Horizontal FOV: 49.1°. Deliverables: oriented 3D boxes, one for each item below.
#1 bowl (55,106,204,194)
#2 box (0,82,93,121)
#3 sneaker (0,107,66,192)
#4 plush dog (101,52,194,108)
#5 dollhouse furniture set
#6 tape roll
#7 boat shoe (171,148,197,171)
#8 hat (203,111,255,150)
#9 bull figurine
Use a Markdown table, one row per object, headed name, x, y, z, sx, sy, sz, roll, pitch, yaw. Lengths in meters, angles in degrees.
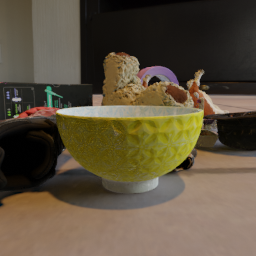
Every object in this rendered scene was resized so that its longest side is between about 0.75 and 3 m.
| name | x | y | z | sx | sy | sz | roll | pitch | yaw |
| --- | --- | --- | --- | --- | --- | --- | --- | --- | --- |
| bowl | 0.032 | 0.245 | 3.614 | 1.841 | 0.991 | 1.841 | -1 | 8 | 0 |
| box | -2.081 | -0.315 | 6.109 | 2.179 | 1.355 | 1.619 | -7 | 11 | -41 |
| sneaker | -1.314 | 0.238 | 3.927 | 1.275 | 0.922 | 2.609 | 3 | 11 | 23 |
| plush dog | 0.408 | -0.387 | 6.856 | 2.509 | 2.013 | 2.155 | 40 | 16 | 33 |
| dollhouse furniture set | 1.957 | -0.244 | 6.467 | 1.252 | 1.122 | 1.580 | 0 | 8 | 1 |
| tape roll | 1.220 | -1.649 | 12.487 | 2.128 | 2.128 | 0.698 | -4 | 11 | -25 |
| boat shoe | 0.872 | 0.516 | 4.363 | 0.808 | 0.292 | 0.292 | -20 | 25 | -40 |
| hat | 2.465 | 0.046 | 5.788 | 1.973 | 0.796 | 1.973 | -3 | 1 | 0 |
| bull figurine | 1.618 | -0.797 | 8.534 | 2.817 | 1.710 | 0.917 | 0 | -23 | 11 |
